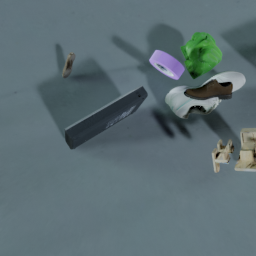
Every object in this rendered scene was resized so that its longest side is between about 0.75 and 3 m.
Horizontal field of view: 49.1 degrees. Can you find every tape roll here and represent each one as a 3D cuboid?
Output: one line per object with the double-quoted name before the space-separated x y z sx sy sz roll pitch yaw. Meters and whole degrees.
"tape roll" 1.084 -1.754 7.810 0.974 0.974 0.319 34 93 18

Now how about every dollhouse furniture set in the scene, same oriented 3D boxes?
"dollhouse furniture set" 2.864 0.720 6.494 1.376 0.975 1.498 -2 21 32

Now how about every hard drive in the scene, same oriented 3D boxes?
"hard drive" -0.603 -0.222 7.175 2.157 1.505 0.355 -32 85 -17

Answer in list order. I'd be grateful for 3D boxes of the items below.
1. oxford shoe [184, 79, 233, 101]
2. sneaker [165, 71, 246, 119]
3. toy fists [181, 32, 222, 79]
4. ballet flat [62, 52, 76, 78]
"oxford shoe" 2.060 -1.021 7.195 1.283 0.542 0.466 -6 33 -7
"sneaker" 2.300 -0.863 7.915 2.353 0.828 0.943 -20 52 -4
"toy fists" 2.129 -2.240 8.218 0.987 0.666 1.937 -29 30 22
"ballet flat" -1.836 -1.923 8.567 0.205 0.882 0.297 39 35 18
